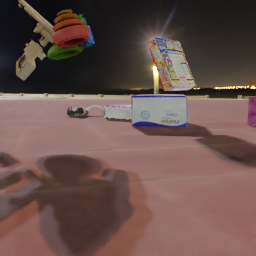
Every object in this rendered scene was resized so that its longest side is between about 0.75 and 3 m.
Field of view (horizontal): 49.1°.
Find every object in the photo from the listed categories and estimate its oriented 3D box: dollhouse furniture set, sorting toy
[{"bbox_3d":[-3.379,-2.867,8.936,1.445,1.773,1.686,39,10,-34],"label":"dollhouse furniture set"},{"bbox_3d":[-1.920,-3.072,9.082,1.491,1.019,2.482,-18,4,-24],"label":"sorting toy"}]

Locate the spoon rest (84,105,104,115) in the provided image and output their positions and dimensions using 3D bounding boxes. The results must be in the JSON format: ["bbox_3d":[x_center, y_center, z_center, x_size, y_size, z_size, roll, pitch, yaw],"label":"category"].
[{"bbox_3d":[-2.275,-1.018,15.960,1.921,0.582,0.954,0,8,-4],"label":"spoon rest"}]

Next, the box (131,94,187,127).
[{"bbox_3d":[1.327,-0.768,11.562,2.133,1.217,2.319,0,8,8],"label":"box"}]

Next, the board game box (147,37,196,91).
[{"bbox_3d":[1.682,-2.408,10.668,1.498,1.978,0.458,-8,-14,-42],"label":"board game box"}]

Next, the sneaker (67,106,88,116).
[{"bbox_3d":[-2.730,-0.826,15.215,1.397,0.561,0.603,11,-3,37],"label":"sneaker"}]

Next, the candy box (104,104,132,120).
[{"bbox_3d":[-0.038,-0.829,14.169,1.826,0.653,1.532,5,9,33],"label":"candy box"}]

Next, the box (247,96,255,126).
[{"bbox_3d":[6.342,-0.694,11.150,2.431,1.175,2.139,-6,10,-43],"label":"box"}]
